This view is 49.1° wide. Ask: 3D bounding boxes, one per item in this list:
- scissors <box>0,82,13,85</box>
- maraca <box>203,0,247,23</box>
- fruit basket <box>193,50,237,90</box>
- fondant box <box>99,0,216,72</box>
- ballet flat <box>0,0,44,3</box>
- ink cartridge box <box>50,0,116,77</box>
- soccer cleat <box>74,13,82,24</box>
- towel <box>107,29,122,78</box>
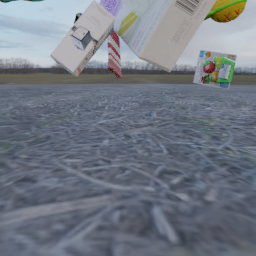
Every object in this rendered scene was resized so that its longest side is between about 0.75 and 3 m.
[{"bbox_3d":[-3.288,-1.022,6.668,1.052,0.073,0.385,0,23,-11],"label":"scissors"},{"bbox_3d":[3.211,-4.018,9.571,1.653,0.885,1.134,-19,4,11],"label":"maraca"},{"bbox_3d":[3.036,-2.067,9.881,1.307,1.211,0.613,16,19,21],"label":"fruit basket"},{"bbox_3d":[0.422,-2.332,4.775,0.711,1.761,2.440,15,30,-33],"label":"fondant box"},{"bbox_3d":[-3.354,-4.389,8.907,0.597,0.650,1.895,38,42,28],"label":"ballet flat"},{"bbox_3d":[-0.708,-1.390,4.508,0.455,1.059,0.775,37,1,-8],"label":"ink cartridge box"},{"bbox_3d":[-1.759,-3.542,9.611,0.280,0.866,0.362,42,45,18],"label":"soccer cleat"},{"bbox_3d":[-0.631,-3.370,12.036,0.245,2.155,1.553,-5,-7,13],"label":"towel"}]
